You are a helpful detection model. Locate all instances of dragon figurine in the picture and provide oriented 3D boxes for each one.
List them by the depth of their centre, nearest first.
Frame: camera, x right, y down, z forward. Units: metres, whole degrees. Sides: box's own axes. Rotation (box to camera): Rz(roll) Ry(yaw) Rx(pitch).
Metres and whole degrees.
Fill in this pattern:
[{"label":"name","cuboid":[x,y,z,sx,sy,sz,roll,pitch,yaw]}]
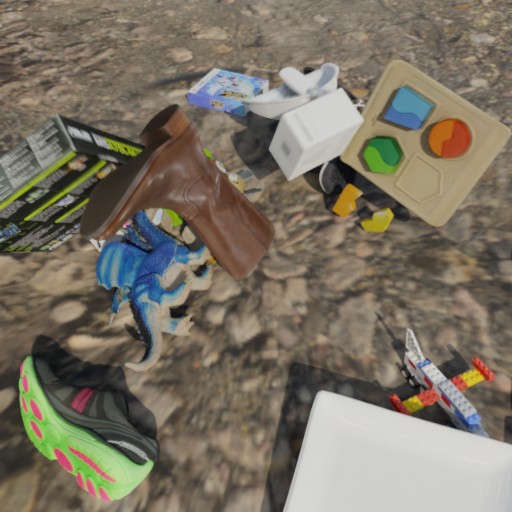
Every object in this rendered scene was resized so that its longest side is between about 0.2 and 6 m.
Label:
[{"label":"dragon figurine","cuboid":[-1.805,0.431,8.675,1.845,1.092,3.712,8,43,9]}]

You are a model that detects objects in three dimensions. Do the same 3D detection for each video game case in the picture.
[{"label":"video game case","cuboid":[-0.684,-4.077,13.888,1.552,0.353,1.406,18,48,18]}]

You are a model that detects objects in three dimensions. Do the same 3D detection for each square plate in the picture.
[{"label":"square plate","cuboid":[1.593,3.041,6.279,2.565,0.365,2.541,14,55,14]}]

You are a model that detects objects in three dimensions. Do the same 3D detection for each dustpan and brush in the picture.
[{"label":"dustpan and brush","cuboid":[0.988,-3.095,10.662,1.991,0.816,2.853,-26,43,-9]}]

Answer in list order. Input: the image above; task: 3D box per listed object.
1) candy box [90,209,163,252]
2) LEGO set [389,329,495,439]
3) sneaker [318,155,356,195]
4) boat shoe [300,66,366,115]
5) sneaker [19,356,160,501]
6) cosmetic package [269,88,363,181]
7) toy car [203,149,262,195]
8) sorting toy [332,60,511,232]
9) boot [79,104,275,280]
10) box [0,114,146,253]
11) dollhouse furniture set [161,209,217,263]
[{"label":"candy box","cuboid":[-2.580,-0.889,10.453,1.486,0.531,1.246,-29,51,-26]},{"label":"LEGO set","cuboid":[2.844,2.233,7.028,3.201,0.786,2.391,9,42,17]},{"label":"sneaker","cuboid":[1.532,-2.054,11.649,1.027,0.889,2.480,-6,38,29]},{"label":"boat shoe","cuboid":[1.871,-3.566,13.032,0.934,0.796,2.793,-27,50,-25]},{"label":"sneaker","cuboid":[-2.224,2.124,7.244,2.472,0.948,1.035,32,30,28]},{"label":"cosmetic package","cuboid":[0.946,-1.970,9.149,1.151,1.148,0.708,-27,79,-17]},{"label":"toy car","cuboid":[-0.530,-1.423,10.806,1.250,0.986,1.027,-6,53,-23]},{"label":"sorting toy","cuboid":[2.446,-1.444,9.376,2.178,2.923,0.391,38,41,15]},{"label":"boot","cuboid":[-0.895,-0.377,8.156,0.909,2.831,2.639,-4,45,40]},{"label":"box","cuboid":[-3.056,-0.905,8.423,2.666,2.574,0.633,-31,80,16]},{"label":"dollhouse furniture set","cuboid":[-1.116,-0.593,10.326,0.984,0.760,1.969,-24,68,-32]}]
